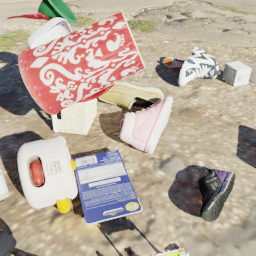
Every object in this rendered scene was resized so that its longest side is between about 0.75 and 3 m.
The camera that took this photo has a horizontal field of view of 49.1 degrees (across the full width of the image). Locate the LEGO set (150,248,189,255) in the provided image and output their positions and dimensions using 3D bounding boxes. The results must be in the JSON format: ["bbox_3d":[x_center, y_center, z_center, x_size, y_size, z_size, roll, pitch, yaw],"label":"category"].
[{"bbox_3d":[0.471,3.206,5.206,2.884,1.073,1.327,-23,42,-28],"label":"LEGO set"}]

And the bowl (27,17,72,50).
[{"bbox_3d":[-2.412,-2.606,8.712,0.549,1.468,1.470,37,74,21],"label":"bowl"}]

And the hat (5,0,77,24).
[{"bbox_3d":[-2.617,-3.449,8.813,1.361,1.547,1.281,-37,31,19],"label":"hat"}]

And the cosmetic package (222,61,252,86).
[{"bbox_3d":[5.186,-2.608,13.398,0.816,0.821,0.981,-11,38,-15],"label":"cosmetic package"}]

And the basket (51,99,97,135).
[{"bbox_3d":[-1.934,-0.815,10.328,1.299,1.600,1.615,9,36,5],"label":"basket"}]

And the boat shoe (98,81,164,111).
[{"bbox_3d":[0.069,-1.201,11.425,2.810,1.007,1.070,3,48,4],"label":"boat shoe"}]

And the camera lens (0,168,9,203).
[{"bbox_3d":[-3.732,1.506,7.424,0.878,1.098,0.878,-17,1,0],"label":"camera lens"}]

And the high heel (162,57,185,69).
[{"bbox_3d":[2.706,-3.418,14.906,1.705,0.574,0.818,10,6,34],"label":"high heel"}]

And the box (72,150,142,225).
[{"bbox_3d":[-0.659,1.642,7.915,1.504,0.402,2.482,-10,36,-13],"label":"box"}]

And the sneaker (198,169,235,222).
[{"bbox_3d":[2.211,1.779,7.614,0.850,0.735,1.941,14,30,32],"label":"sneaker"}]

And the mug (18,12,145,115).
[{"bbox_3d":[-1.102,-1.808,7.775,2.842,1.896,2.523,-23,6,9],"label":"mug"}]

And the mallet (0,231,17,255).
[{"bbox_3d":[-1.924,3.125,5.859,2.862,0.589,0.942,18,39,17],"label":"mallet"}]

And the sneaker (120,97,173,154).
[{"bbox_3d":[0.635,-0.372,10.079,1.516,1.091,2.900,17,43,14],"label":"sneaker"}]

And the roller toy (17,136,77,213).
[{"bbox_3d":[-2.029,1.142,7.408,1.327,1.732,1.898,-13,37,-10],"label":"roller toy"}]

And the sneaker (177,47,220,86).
[{"bbox_3d":[3.491,-2.705,13.333,1.657,1.016,2.546,25,52,14],"label":"sneaker"}]
